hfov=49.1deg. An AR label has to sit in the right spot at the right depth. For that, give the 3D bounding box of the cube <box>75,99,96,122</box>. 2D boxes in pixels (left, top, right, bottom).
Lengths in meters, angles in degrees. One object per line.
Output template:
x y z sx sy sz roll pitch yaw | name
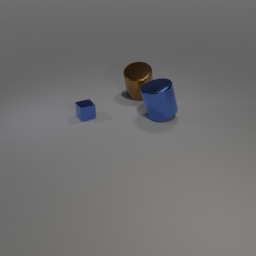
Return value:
-1.890 -0.794 12.533 0.700 0.700 0.700 -16 34 -25 | cube

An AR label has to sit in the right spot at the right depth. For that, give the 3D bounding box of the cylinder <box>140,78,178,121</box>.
1.381 -1.254 12.321 1.400 1.400 1.400 -14 32 9 | cylinder

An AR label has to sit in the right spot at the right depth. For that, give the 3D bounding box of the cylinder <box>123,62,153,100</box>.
0.546 -2.357 14.102 1.400 1.400 1.400 -4 53 5 | cylinder
